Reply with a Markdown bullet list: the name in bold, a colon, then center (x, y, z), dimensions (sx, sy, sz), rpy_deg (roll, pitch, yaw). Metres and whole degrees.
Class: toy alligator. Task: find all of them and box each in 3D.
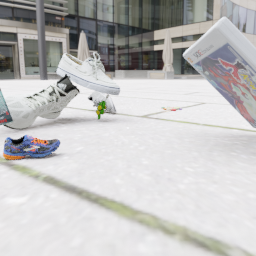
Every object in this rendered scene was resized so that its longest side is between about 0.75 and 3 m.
- **toy alligator**: center (-0.848, -0.707, 8.933), dimensions (0.249, 0.918, 0.272), rpy_deg (36, 25, 29)

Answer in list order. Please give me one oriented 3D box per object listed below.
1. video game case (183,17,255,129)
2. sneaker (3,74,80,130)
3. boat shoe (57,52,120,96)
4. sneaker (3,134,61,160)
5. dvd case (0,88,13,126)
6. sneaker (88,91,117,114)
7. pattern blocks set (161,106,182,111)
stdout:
- **video game case**: center (2.418, -0.918, 5.924), dimensions (2.662, 0.306, 2.426), rpy_deg (44, 1, -3)
- **sneaker**: center (-2.526, -0.982, 8.245), dimensions (1.687, 1.106, 2.931), rpy_deg (-40, -5, 23)
- **boat shoe**: center (-1.235, -1.949, 9.286), dimensions (2.632, 1.122, 0.972), rpy_deg (28, 17, 31)
- **sneaker**: center (-1.827, 0.324, 5.319), dimensions (1.069, 0.419, 0.403), rpy_deg (-7, 23, -18)
- **dvd case**: center (-3.648, -0.800, 6.563), dimensions (1.322, 1.811, 0.199), rpy_deg (-26, 8, -42)
- **sneaker**: center (-1.025, -0.943, 11.051), dimensions (0.706, 0.644, 1.723), rpy_deg (-32, 38, -13)
- **pattern blocks set**: center (1.858, -0.833, 11.877), dimensions (0.837, 0.077, 0.953), rpy_deg (-11, 15, -40)
